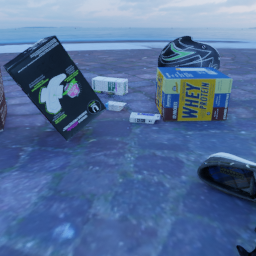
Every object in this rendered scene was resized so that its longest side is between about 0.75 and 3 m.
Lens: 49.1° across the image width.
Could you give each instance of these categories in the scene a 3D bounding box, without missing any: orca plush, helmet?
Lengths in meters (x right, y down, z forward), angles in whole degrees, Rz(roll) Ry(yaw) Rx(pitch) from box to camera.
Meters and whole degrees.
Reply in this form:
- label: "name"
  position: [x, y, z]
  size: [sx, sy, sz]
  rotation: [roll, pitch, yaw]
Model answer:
- label: "orca plush"
  position: [2.565, 1.834, 4.935]
  size: [1.579, 0.561, 0.831]
  rotation: [-9, 24, -20]
- label: "helmet"
  position: [2.965, -2.967, 13.811]
  size: [2.866, 2.866, 2.733]
  rotation: [-7, 36, -17]

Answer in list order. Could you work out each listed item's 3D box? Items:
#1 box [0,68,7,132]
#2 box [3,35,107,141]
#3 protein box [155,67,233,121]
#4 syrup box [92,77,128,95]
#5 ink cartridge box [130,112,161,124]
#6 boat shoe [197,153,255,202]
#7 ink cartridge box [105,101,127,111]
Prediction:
- label: "box"
  position: [-5.825, -1.480, 9.904]
  size: [2.423, 2.951, 2.448]
  rotation: [-7, 23, -17]
- label: "box"
  position: [-2.338, -1.293, 8.964]
  size: [1.689, 2.718, 2.018]
  rotation: [-40, 27, -12]
- label: "protein box"
  position: [2.538, -1.486, 11.576]
  size: [2.487, 1.678, 2.469]
  rotation: [-1, 22, -2]
- label: "syrup box"
  position: [-0.938, -2.214, 14.654]
  size: [1.798, 0.708, 0.732]
  rotation: [10, 24, 21]
- label: "ink cartridge box"
  position: [0.669, -0.381, 10.802]
  size: [1.159, 0.227, 0.576]
  rotation: [4, 24, 9]
- label: "boat shoe"
  position: [2.824, 1.230, 5.956]
  size: [0.805, 0.976, 2.845]
  rotation: [-17, 20, -42]
- label: "ink cartridge box"
  position: [-0.516, -0.935, 12.101]
  size: [0.817, 0.277, 0.474]
  rotation: [9, 24, 20]
